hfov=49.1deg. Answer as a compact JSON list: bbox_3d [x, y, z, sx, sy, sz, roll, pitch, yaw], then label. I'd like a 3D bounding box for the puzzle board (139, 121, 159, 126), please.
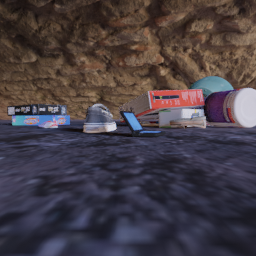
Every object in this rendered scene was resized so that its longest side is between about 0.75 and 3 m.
[{"bbox_3d":[1.294,-0.253,14.509,2.129,0.246,2.826,-1,3,-14],"label":"puzzle board"}]

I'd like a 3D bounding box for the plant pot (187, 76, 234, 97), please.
[{"bbox_3d":[4.330,-1.443,15.549,2.793,2.793,2.242,1,11,30],"label":"plant pot"}]

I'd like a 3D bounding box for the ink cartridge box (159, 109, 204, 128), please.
[{"bbox_3d":[2.205,-0.385,11.445,1.625,0.711,1.181,0,-2,-45],"label":"ink cartridge box"}]

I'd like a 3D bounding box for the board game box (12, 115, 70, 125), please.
[{"bbox_3d":[-4.377,-0.388,14.255,2.274,0.512,1.729,1,2,17],"label":"board game box"}]

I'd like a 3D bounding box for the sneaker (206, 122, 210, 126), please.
[{"bbox_3d":[3.854,-0.417,13.900,1.758,0.715,0.776,-11,-33,39],"label":"sneaker"}]

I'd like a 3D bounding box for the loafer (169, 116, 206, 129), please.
[{"bbox_3d":[2.130,-0.143,10.075,1.371,0.431,0.493,-6,8,35],"label":"loafer"}]

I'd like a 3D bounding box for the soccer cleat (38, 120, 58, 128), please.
[{"bbox_3d":[-3.070,-0.141,10.721,0.833,0.305,0.284,1,2,18],"label":"soccer cleat"}]

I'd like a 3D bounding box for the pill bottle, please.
[{"bbox_3d":[4.075,-0.809,11.769,1.524,1.524,2.735,-1,2,-23],"label":"pill bottle"}]

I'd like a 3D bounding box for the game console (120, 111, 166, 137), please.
[{"bbox_3d":[0.364,-0.106,6.394,0.878,0.581,0.998,0,3,18],"label":"game console"}]

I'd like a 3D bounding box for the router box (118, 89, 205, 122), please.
[{"bbox_3d":[1.371,-0.956,12.425,2.662,0.725,2.966,-5,-7,-26],"label":"router box"}]

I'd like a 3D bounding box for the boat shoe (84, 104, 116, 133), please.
[{"bbox_3d":[-0.880,-0.330,8.682,0.886,0.837,2.470,0,2,6],"label":"boat shoe"}]

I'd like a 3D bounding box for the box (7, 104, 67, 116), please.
[{"bbox_3d":[-4.836,-0.938,14.925,2.454,0.534,1.966,0,1,31],"label":"box"}]
